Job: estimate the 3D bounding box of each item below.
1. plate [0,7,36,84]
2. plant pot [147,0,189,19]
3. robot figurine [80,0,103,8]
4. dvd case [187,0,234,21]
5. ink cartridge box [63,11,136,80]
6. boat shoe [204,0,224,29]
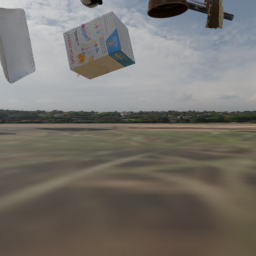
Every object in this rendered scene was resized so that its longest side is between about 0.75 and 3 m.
[{"bbox_3d":[-3.974,-2.913,9.738,0.377,2.330,2.335,-3,22,5],"label":"plate"},{"bbox_3d":[0.811,-2.958,6.029,0.897,0.888,0.897,-6,3,0],"label":"plant pot"},{"bbox_3d":[-1.239,-4.263,8.664,0.766,0.922,1.228,-11,-9,5],"label":"robot figurine"},{"bbox_3d":[1.921,-3.878,8.702,1.898,0.204,2.552,10,30,-12],"label":"dvd case"},{"bbox_3d":[-1.203,-2.967,10.635,2.416,1.553,1.513,-16,-11,19],"label":"ink cartridge box"},{"bbox_3d":[1.636,-2.394,5.364,0.355,0.429,1.194,3,-26,21],"label":"boat shoe"}]
